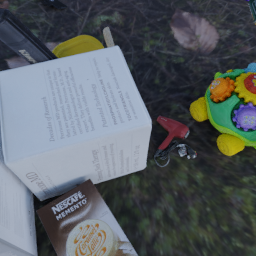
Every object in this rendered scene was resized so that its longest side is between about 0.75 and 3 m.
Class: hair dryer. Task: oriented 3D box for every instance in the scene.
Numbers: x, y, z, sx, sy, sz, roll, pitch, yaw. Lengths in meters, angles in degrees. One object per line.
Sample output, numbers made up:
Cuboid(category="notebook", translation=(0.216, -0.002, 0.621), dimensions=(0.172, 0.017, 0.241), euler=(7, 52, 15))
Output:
Cuboid(category="hair dryer", translation=(1.010, 0.223, 6.712), dimensions=(0.997, 0.356, 1.309), euler=(-12, 58, -6))

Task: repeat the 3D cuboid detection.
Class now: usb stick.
Cuboid(category="usb stick", translation=(-1.852, -1.495, 5.440), dimensions=(0.586, 2.112, 0.344), euler=(-8, 69, 18))

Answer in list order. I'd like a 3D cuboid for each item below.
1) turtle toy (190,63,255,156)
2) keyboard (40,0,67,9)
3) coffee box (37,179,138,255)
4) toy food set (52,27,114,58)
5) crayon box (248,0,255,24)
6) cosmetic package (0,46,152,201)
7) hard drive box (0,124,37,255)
Cuboid(category="turtle toy", translation=(2.957, -0.366, 6.414), dimensions=(2.107, 1.461, 2.891), euler=(-26, 62, -15))
Cuboid(category="keyboard", translation=(-2.706, -4.317, 9.661), dimensions=(1.189, 0.236, 0.619), euler=(36, 42, 21))
Cuboid(category="coffee box", translation=(-0.659, 2.206, 5.192), dimensions=(1.207, 0.841, 2.110), euler=(-30, 63, -17))
Cuboid(category="toy food set", translation=(-1.265, -1.806, 7.633), dimensions=(2.110, 1.242, 0.689), euler=(-34, 19, -31))
Cuboid(category="crayon box", translation=(3.218, -1.424, 4.705), dimensions=(2.498, 0.644, 1.571), euler=(36, 37, -8))
Cuboid(category="cosmetic package", translation=(-1.049, -0.057, 5.862), dimensions=(2.472, 2.068, 2.056), euler=(-16, 61, -9))
Cuboid(category="hard drive box", translation=(-2.512, 1.068, 4.743), dimensions=(1.078, 2.807, 2.187), euler=(-13, 58, -8))
